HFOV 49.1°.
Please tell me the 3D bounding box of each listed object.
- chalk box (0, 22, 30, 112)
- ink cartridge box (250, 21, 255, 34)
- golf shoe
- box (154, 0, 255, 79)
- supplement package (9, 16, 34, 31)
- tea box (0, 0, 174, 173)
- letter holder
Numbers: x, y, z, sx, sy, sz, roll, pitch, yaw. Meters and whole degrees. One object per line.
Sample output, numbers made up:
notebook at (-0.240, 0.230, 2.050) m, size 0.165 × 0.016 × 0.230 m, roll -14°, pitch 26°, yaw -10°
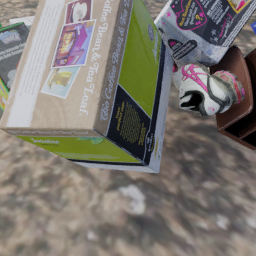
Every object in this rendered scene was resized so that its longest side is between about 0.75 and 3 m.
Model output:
chalk box at (-2.920, -1.614, 6.871) m, size 1.309 × 1.302 × 2.103 m, roll -35°, pitch 94°, yaw -34°
ink cartridge box at (3.176, -2.398, 5.702) m, size 1.417 × 0.666 × 0.313 m, roll -36°, pitch 94°, yaw -27°
golf shoe at (1.373, -0.831, 5.875) m, size 0.980 × 0.773 × 2.128 m, roll -30°, pitch 23°, yaw -7°
box at (1.554, -2.567, 7.203) m, size 1.661 × 2.896 × 1.914 m, roll 37°, pitch 86°, yaw -7°
supplement package at (-2.558, -2.804, 8.391) m, size 1.533 × 0.930 × 0.918 m, roll -22°, pitch 41°, yaw -29°
tea box at (-0.482, -0.816, 5.615) m, size 1.908 × 2.809 × 2.855 m, roll 1°, pitch 69°, yaw 26°
letter holder at (2.749, -0.904, 6.011) m, size 1.080 × 1.527 × 2.148 m, roll 25°, pitch 47°, yaw -21°
